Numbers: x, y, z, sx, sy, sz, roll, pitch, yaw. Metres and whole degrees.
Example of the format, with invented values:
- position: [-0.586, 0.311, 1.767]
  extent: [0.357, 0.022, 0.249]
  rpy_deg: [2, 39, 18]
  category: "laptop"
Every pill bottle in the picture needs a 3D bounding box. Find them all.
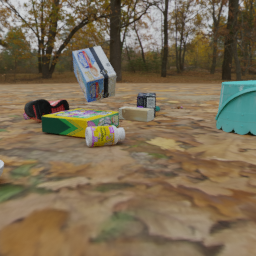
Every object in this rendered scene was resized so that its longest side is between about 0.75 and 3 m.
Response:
- position: [-0.683, 0.228, 8.442]
  extent: [1.123, 0.585, 0.585]
  rpy_deg: [-5, 12, -20]
  category: "pill bottle"

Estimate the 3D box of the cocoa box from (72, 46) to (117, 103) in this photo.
- position: [-1.330, -2.099, 10.875]
  extent: [1.171, 1.190, 1.785]
  rpy_deg: [-17, 59, -17]
  category: "cocoa box"

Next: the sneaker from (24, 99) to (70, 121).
- position: [-3.890, -0.749, 12.912]
  extent: [1.185, 1.007, 2.733]
  rpy_deg: [-7, 2, 25]
  category: "sneaker"

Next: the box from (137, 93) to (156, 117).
- position: [0.937, -1.182, 14.060]
  extent: [0.930, 1.072, 1.753]
  rpy_deg: [2, 13, 4]
  category: "box"

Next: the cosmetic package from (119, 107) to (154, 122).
- position: [0.381, -0.638, 12.798]
  extent: [1.480, 0.526, 0.779]
  rpy_deg: [6, 13, 27]
  category: "cosmetic package"

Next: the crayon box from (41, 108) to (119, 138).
- position: [-1.703, -0.235, 10.502]
  extent: [1.958, 0.662, 2.270]
  rpy_deg: [7, 14, 25]
  category: "crayon box"

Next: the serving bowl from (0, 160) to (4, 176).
- position: [-3.048, 0.944, 5.458]
  extent: [1.183, 0.389, 1.183]
  rpy_deg: [1, 12, 0]
  category: "serving bowl"

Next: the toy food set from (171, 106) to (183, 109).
- position: [2.997, -1.232, 16.675]
  extent: [0.805, 0.127, 0.512]
  rpy_deg: [-5, 13, -23]
  category: "toy food set"

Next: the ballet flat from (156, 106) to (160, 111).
- position: [1.344, -1.049, 15.399]
  extent: [0.924, 0.315, 0.311]
  rpy_deg: [-7, 4, -34]
  category: "ballet flat"

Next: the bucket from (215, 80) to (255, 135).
- position: [4.746, -0.857, 10.609]
  extent: [2.746, 1.787, 2.746]
  rpy_deg: [-3, 12, 1]
  category: "bucket"

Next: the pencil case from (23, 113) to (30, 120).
- position: [-4.692, -0.632, 13.235]
  extent: [0.376, 0.376, 0.859]
  rpy_deg: [-2, 12, -9]
  category: "pencil case"
